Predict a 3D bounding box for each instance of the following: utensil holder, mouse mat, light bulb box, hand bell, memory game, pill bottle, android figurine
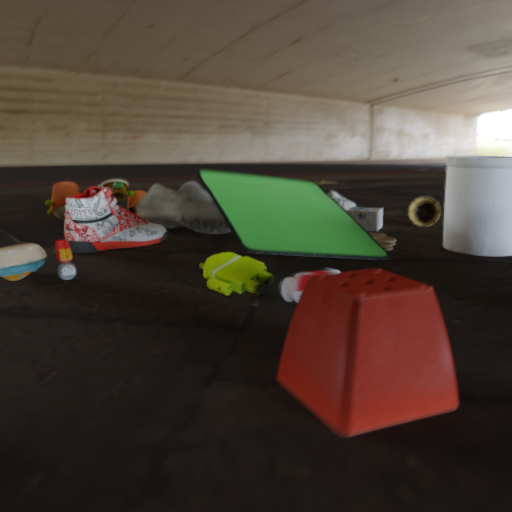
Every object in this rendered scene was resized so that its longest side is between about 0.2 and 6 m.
[{"bbox_3d":[4.711,-1.078,11.545,1.644,1.934,1.644,-1,13,0],"label":"utensil holder"},{"bbox_3d":[0.518,-0.755,9.563,2.571,0.120,3.195,3,27,-22],"label":"mouse mat"},{"bbox_3d":[2.755,-0.941,14.298,0.825,0.520,0.833,4,13,20],"label":"light bulb box"},{"bbox_3d":[4.682,-1.134,15.360,0.809,0.809,1.554,5,0,23],"label":"hand bell"},{"bbox_3d":[1.652,-0.326,12.242,2.800,0.178,2.800,1,12,0],"label":"memory game"},{"bbox_3d":[0.770,0.439,7.593,0.801,0.450,0.450,-6,6,35],"label":"pill bottle"},{"bbox_3d":[-0.338,0.265,8.726,1.160,0.238,1.056,19,32,26],"label":"android figurine"}]

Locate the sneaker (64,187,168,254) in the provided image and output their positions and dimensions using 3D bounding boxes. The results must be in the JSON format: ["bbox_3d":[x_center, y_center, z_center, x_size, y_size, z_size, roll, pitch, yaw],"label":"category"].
[{"bbox_3d":[-2.912,-0.835,11.918,2.409,1.291,0.804,-11,16,-42],"label":"sneaker"}]

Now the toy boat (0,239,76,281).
[{"bbox_3d":[-3.699,0.131,9.261,1.424,0.662,1.197,-6,7,7],"label":"toy boat"}]

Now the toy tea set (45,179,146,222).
[{"bbox_3d":[-4.445,-1.347,15.915,2.999,1.110,1.784,-6,-17,-11],"label":"toy tea set"}]

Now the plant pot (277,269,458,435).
[{"bbox_3d":[0.990,0.738,5.070,1.217,1.074,1.218,-5,12,-24],"label":"plant pot"}]

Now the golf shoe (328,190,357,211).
[{"bbox_3d":[2.470,-1.338,16.202,0.973,0.784,2.002,16,17,-5],"label":"golf shoe"}]

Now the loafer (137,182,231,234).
[{"bbox_3d":[-1.608,-1.253,13.600,3.356,1.171,1.174,10,-14,38],"label":"loafer"}]
